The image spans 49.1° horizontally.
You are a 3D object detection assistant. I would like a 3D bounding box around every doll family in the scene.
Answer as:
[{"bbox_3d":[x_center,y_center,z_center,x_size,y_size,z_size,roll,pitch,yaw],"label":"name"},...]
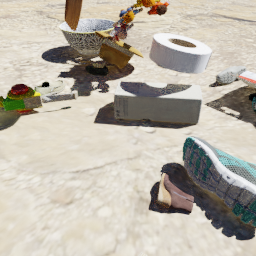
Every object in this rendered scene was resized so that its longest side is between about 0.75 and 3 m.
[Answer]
[{"bbox_3d":[0.247,-4.119,9.904,2.499,1.126,1.551,-30,30,11],"label":"doll family"}]

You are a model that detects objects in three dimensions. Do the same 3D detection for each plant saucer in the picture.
[{"bbox_3d":[-1.529,-3.782,7.942,0.362,1.933,1.933,6,31,-18],"label":"plant saucer"}]

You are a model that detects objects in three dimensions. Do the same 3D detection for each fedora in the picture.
[{"bbox_3d":[-0.528,-3.227,12.025,2.501,1.020,2.501,25,11,-5],"label":"fedora"}]

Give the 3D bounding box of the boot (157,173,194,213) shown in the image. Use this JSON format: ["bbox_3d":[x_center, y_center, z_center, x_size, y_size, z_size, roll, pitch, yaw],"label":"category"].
[{"bbox_3d":[1.040,1.423,6.136,0.770,0.335,0.926,16,34,2],"label":"boot"}]

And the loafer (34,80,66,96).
[{"bbox_3d":[-2.856,-1.501,10.281,0.535,0.482,1.413,20,38,27],"label":"loafer"}]

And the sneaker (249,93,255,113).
[{"bbox_3d":[4.360,-0.595,8.799,0.793,0.709,1.985,1,27,7],"label":"sneaker"}]

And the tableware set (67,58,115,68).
[{"bbox_3d":[-1.559,-2.808,12.056,2.043,0.237,1.706,8,17,9],"label":"tableware set"}]

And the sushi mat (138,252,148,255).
[{"bbox_3d":[-0.001,2.831,4.093,0.993,0.126,2.076,22,40,32],"label":"sushi mat"}]

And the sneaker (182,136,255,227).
[{"bbox_3d":[2.280,1.021,6.253,1.158,0.985,2.540,-12,42,-33],"label":"sneaker"}]

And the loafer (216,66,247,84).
[{"bbox_3d":[4.065,-2.142,11.247,1.638,0.573,0.571,-18,26,-29],"label":"loafer"}]

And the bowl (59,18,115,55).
[{"bbox_3d":[-1.923,-4.491,14.001,2.846,1.335,2.846,0,34,0],"label":"bowl"}]

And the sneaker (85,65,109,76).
[{"bbox_3d":[-1.286,-2.496,11.901,0.980,0.374,0.561,9,33,8],"label":"sneaker"}]

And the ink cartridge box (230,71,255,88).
[{"bbox_3d":[4.699,-1.581,9.598,1.712,0.601,2.106,32,12,38],"label":"ink cartridge box"}]

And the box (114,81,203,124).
[{"bbox_3d":[0.933,-0.840,8.900,2.658,0.909,1.092,5,34,7],"label":"box"}]

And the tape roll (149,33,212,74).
[{"bbox_3d":[1.618,-2.353,8.746,1.858,0.650,1.858,10,31,-6],"label":"tape roll"}]

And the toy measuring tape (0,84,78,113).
[{"bbox_3d":[-3.010,-1.077,9.296,2.572,0.946,0.946,-11,35,-14],"label":"toy measuring tape"}]
